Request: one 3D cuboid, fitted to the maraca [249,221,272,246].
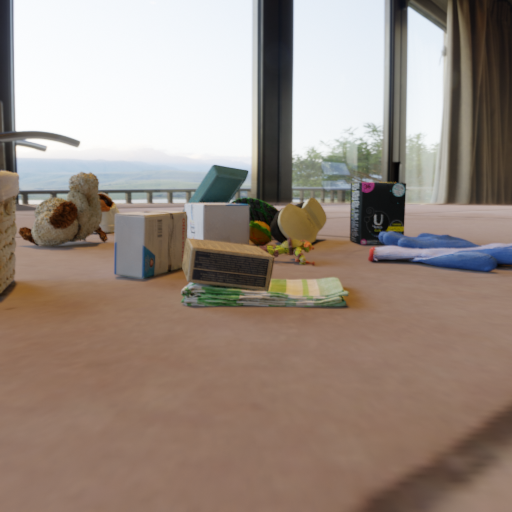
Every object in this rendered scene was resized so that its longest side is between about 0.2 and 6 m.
[{"bbox_3d":[0.077,-0.518,12.257,0.638,0.498,0.930,28,-14,3],"label":"maraca"}]

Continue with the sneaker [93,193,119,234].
[{"bbox_3d":[-4.360,-1.295,16.603,0.987,1.148,2.711,-2,6,-6],"label":"sneaker"}]

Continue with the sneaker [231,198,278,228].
[{"bbox_3d":[-0.466,-0.993,14.483,2.656,1.036,1.132,4,7,31],"label":"sneaker"}]

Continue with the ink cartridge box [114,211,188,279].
[{"bbox_3d":[-1.553,-0.207,8.398,0.522,0.904,1.246,5,8,21],"label":"ink cartridge box"}]

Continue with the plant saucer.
[{"bbox_3d":[-1.085,-1.069,12.360,0.880,0.239,2.517,4,-36,-33],"label":"plant saucer"}]

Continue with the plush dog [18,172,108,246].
[{"bbox_3d":[-4.235,-0.728,12.380,1.960,1.573,1.683,-29,6,31],"label":"plush dog"}]

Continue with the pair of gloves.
[{"bbox_3d":[3.608,-0.155,10.171,2.968,0.421,3.692,2,7,20],"label":"pair of gloves"}]

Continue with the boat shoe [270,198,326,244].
[{"bbox_3d":[0.876,-0.688,12.913,0.857,1.000,2.734,-28,3,24],"label":"boat shoe"}]

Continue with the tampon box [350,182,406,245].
[{"bbox_3d":[2.770,-0.986,12.847,1.048,1.399,0.883,-1,7,-8],"label":"tampon box"}]

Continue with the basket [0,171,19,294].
[{"bbox_3d":[-4.147,-0.278,6.689,2.401,1.481,1.628,-3,8,-15],"label":"basket"}]

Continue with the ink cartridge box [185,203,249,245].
[{"bbox_3d":[-0.824,-0.602,11.496,0.977,0.960,1.328,-3,7,-22],"label":"ink cartridge box"}]

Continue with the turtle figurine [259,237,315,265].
[{"bbox_3d":[0.549,-0.095,9.547,0.975,0.389,1.209,-8,22,-1],"label":"turtle figurine"}]

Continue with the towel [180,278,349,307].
[{"bbox_3d":[0.115,0.373,6.603,1.812,0.212,1.382,0,6,3],"label":"towel"}]

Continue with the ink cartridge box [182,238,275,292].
[{"bbox_3d":[-0.366,0.084,6.621,0.940,0.428,1.141,8,5,-10],"label":"ink cartridge box"}]
